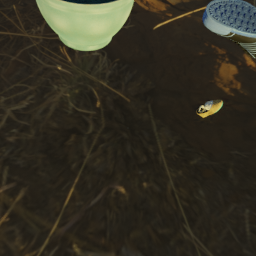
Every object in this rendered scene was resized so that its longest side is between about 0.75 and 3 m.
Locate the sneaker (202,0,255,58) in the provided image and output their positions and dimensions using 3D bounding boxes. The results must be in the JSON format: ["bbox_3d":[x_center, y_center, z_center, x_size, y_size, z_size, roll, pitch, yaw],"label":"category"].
[{"bbox_3d":[3.066,-2.301,6.968,2.881,1.122,1.010,8,67,-11],"label":"sneaker"}]

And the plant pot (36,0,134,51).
[{"bbox_3d":[-1.094,-3.108,7.177,2.528,1.693,2.528,4,55,-5],"label":"plant pot"}]

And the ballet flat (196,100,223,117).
[{"bbox_3d":[1.880,-0.459,6.592,0.290,0.920,0.316,21,72,-5],"label":"ballet flat"}]
